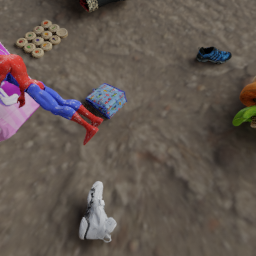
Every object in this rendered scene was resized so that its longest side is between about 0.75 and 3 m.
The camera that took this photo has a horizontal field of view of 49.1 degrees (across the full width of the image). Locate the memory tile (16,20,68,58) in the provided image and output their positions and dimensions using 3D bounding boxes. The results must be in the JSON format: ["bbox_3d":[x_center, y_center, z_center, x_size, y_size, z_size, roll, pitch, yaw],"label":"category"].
[{"bbox_3d":[-2.905,-3.045,9.486,1.173,0.129,1.531,34,66,17],"label":"memory tile"}]

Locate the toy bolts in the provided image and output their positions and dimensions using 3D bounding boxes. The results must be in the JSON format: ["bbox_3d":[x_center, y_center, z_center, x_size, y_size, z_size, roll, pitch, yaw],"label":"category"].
[{"bbox_3d":[4.294,-0.686,7.048,2.438,2.329,1.691,22,74,2],"label":"toy bolts"}]

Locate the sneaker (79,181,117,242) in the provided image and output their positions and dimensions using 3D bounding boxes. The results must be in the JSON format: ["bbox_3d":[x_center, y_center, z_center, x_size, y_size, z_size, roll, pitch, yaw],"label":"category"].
[{"bbox_3d":[-0.605,1.954,6.515,0.771,0.504,1.342,12,67,6],"label":"sneaker"}]

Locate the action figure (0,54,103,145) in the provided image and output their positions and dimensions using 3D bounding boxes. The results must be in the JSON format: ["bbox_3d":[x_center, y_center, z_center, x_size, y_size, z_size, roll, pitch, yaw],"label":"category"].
[{"bbox_3d":[-1.511,-0.354,4.359,2.043,0.667,1.011,40,110,-10],"label":"action figure"}]

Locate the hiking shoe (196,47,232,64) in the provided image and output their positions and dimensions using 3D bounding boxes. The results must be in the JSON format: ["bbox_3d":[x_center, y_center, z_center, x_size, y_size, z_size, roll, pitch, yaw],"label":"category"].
[{"bbox_3d":[2.760,-2.332,8.878,1.137,0.493,0.423,-3,61,-1],"label":"hiking shoe"}]

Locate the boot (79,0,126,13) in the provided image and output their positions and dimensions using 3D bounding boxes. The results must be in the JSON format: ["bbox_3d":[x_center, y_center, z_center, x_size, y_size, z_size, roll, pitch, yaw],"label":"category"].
[{"bbox_3d":[-1.104,-5.341,10.329,1.850,0.884,2.449,-27,64,-13],"label":"boot"}]

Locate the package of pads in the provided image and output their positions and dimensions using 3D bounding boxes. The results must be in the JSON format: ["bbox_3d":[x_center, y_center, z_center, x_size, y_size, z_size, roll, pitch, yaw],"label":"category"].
[{"bbox_3d":[-2.631,-0.933,4.905,0.840,2.221,1.338,-14,34,36],"label":"package of pads"}]

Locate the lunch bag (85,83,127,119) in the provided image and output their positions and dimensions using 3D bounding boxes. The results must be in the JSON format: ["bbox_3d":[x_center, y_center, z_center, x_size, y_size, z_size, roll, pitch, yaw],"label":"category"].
[{"bbox_3d":[-0.685,-0.889,8.142,1.050,0.494,0.790,35,69,28],"label":"lunch bag"}]
